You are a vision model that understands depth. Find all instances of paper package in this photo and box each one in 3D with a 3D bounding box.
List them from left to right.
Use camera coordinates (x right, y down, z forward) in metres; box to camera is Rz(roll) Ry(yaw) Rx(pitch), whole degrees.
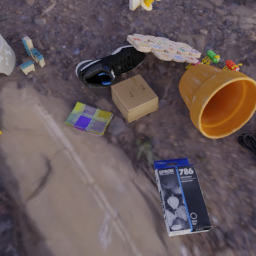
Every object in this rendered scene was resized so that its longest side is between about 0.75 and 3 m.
[{"bbox_3d":[0.209,-0.967,9.073,1.180,0.640,1.238,-25,58,-17],"label":"paper package"}]

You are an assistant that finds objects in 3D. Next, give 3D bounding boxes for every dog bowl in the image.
[{"bbox_3d":[-5.692,-2.546,10.069,2.995,0.878,2.995,0,55,-1],"label":"dog bowl"}]

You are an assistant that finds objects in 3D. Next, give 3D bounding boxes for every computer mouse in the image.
[{"bbox_3d":[4.565,0.276,8.206,2.266,0.597,1.569,-26,58,-17],"label":"computer mouse"}]

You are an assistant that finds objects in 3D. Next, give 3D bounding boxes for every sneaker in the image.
[{"bbox_3d":[-0.393,-1.947,9.361,2.551,0.932,1.427,-21,34,-8],"label":"sneaker"}]

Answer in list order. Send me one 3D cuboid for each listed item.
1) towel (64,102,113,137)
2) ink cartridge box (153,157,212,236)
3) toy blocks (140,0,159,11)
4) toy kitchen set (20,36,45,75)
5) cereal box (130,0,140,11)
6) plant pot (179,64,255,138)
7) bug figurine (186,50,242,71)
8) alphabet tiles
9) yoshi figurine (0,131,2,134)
[{"bbox_3d":[-1.225,-0.306,8.898,1.361,0.155,0.978,19,57,13],"label":"towel"},{"bbox_3d":[1.355,1.648,7.351,1.062,0.419,2.136,-7,54,-4],"label":"ink cartridge box"},{"bbox_3d":[0.720,-4.625,8.919,1.221,1.465,0.532,23,56,-27],"label":"toy blocks"},{"bbox_3d":[-3.726,-2.658,10.269,0.902,0.663,1.126,-35,61,-22],"label":"toy kitchen set"},{"bbox_3d":[0.367,-5.867,12.283,0.222,1.124,0.809,30,60,20],"label":"cereal box"},{"bbox_3d":[2.517,-1.012,8.456,1.990,1.990,1.822,-18,41,-12],"label":"plant pot"},{"bbox_3d":[3.008,-2.168,10.028,1.894,0.487,1.469,-26,58,-17],"label":"bug figurine"},{"bbox_3d":[1.303,-2.937,10.081,2.554,0.186,2.498,0,35,-24],"label":"alphabet tiles"},{"bbox_3d":[-4.276,-0.076,8.658,0.478,0.480,0.854,-43,75,18],"label":"yoshi figurine"}]
